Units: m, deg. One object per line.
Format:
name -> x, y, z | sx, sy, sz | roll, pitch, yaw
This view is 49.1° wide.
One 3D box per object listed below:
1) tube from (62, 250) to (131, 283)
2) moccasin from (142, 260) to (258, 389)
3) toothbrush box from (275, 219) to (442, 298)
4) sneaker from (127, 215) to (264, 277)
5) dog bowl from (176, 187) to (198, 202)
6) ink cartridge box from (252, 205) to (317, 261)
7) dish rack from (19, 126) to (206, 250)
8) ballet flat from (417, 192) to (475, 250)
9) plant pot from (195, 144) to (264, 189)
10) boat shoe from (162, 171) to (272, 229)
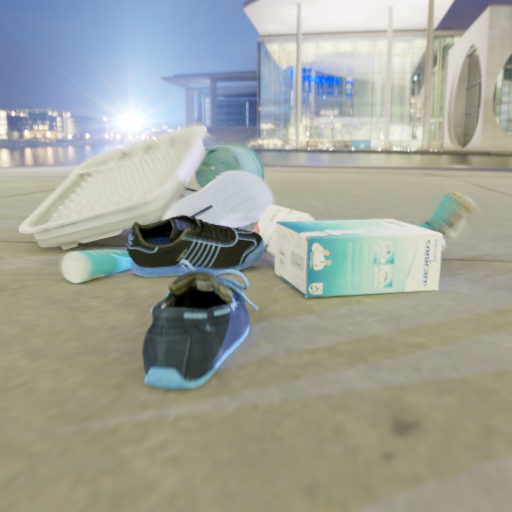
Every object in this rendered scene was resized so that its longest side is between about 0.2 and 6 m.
tube -> -2.516, 0.098, 9.740 | 0.762, 0.496, 1.967 | 16, 11, 19
moccasin -> -0.527, 0.575, 6.217 | 1.052, 0.892, 2.615 | 1, 12, 3
toothbrush box -> 1.559, -0.027, 8.945 | 2.201, 0.939, 1.611 | -3, 12, -15
sneaker -> -0.957, -0.236, 9.408 | 2.370, 0.923, 0.831 | -8, 47, -16
dog bowl -> -1.384, -1.138, 13.445 | 2.107, 0.777, 2.107 | 16, 3, -1
ink cartridge box -> 0.524, -0.359, 10.262 | 0.537, 0.922, 1.266 | 38, -8, -33
dish rack -> -2.890, -1.479, 12.410 | 3.497, 0.887, 4.075 | -11, 29, 16
ballet flat -> 3.424, -0.468, 10.502 | 0.686, 1.823, 0.618 | 18, 50, -14
plant pot -> -0.759, -2.117, 14.353 | 1.674, 1.674, 1.639 | 2, 5, 11
boat shoe -> -0.894, -0.885, 11.480 | 1.040, 1.207, 3.352 | -37, -5, 38
